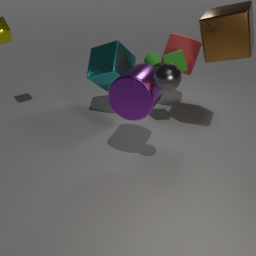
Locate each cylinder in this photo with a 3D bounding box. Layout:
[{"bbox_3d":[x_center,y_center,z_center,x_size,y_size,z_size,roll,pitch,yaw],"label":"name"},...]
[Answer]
[{"bbox_3d":[1.192,-3.018,13.045,0.700,0.700,0.700,-14,60,-22],"label":"cylinder"},{"bbox_3d":[2.233,-3.123,11.911,1.400,1.400,1.400,17,14,-5],"label":"cylinder"},{"bbox_3d":[0.295,-1.134,8.663,1.400,1.400,1.400,11,31,18],"label":"cylinder"}]

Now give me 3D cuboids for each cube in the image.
[{"bbox_3d":[1.685,-2.325,9.966,0.700,0.700,0.700,-15,16,15],"label":"cube"},{"bbox_3d":[-4.958,-3.699,10.733,0.700,0.700,0.700,-26,80,-26],"label":"cube"},{"bbox_3d":[-0.660,-2.498,11.517,1.400,1.400,1.400,-5,-20,33],"label":"cube"},{"bbox_3d":[3.198,-3.064,8.953,1.400,1.400,1.400,0,33,29],"label":"cube"}]

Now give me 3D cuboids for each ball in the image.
[{"bbox_3d":[0.992,-1.268,7.014,0.700,0.700,0.700,0,31,0],"label":"ball"}]
